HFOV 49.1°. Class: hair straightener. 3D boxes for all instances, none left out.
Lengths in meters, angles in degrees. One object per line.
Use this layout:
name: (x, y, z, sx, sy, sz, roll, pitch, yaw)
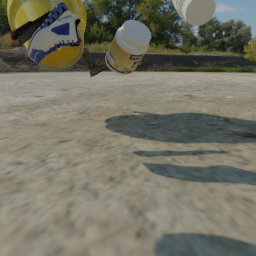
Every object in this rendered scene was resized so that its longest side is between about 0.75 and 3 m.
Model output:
hair straightener: (-2.203, -2.573, 7.185, 0.594, 0.316, 1.544, 36, 59, 18)

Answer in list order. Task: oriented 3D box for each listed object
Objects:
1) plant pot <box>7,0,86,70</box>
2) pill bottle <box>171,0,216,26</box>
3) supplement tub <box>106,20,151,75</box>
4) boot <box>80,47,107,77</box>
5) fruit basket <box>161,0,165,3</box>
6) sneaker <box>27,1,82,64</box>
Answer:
plant pot: (-2.556, -3.315, 9.297, 2.627, 2.627, 2.472, -5, 48, -21)
pill bottle: (1.755, -3.682, 7.886, 0.991, 0.991, 1.742, -3, 48, -12)
supplement tub: (0.002, -2.864, 10.081, 1.237, 1.237, 1.714, -7, -24, -28)
boot: (-1.359, -2.579, 10.633, 0.976, 1.074, 0.390, -19, 5, 36)
fruit basket: (0.554, -3.691, 6.358, 0.744, 1.470, 1.588, 2, 19, 29)
sneaker: (-1.454, -1.882, 5.916, 0.805, 1.394, 0.563, 34, 0, -6)
